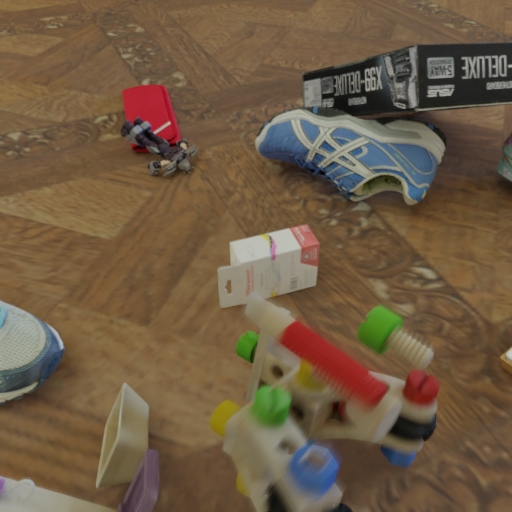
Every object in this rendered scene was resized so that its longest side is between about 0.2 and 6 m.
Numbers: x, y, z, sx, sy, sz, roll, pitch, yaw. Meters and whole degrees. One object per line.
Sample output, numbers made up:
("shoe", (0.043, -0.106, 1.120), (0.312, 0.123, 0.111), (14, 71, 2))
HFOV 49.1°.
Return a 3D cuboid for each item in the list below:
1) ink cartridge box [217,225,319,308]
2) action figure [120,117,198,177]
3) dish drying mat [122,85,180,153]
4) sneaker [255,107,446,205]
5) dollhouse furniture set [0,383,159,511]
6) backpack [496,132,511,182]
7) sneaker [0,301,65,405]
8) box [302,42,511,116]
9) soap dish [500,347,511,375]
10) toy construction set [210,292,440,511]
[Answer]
("ink cartridge box", (0.120, 0.169, 8.554), (1.580, 0.920, 0.533), (-13, 44, -14))
("action figure", (-1.920, -2.174, 11.355), (1.675, 0.581, 1.090), (38, 50, 12))
("dish drying mat", (-2.420, -3.208, 12.772), (1.093, 0.259, 2.847), (-10, 43, -10))
("sneaker", (1.569, -1.828, 10.340), (3.550, 1.344, 1.367), (10, 80, 24))
("dollhouse furniture set", (-2.132, 2.334, 5.902), (1.627, 1.816, 2.292), (22, 9, -15))
("backpack", (5.628, -1.664, 10.050), (2.067, 1.568, 2.477), (-10, 46, -36))
("sneaker", (-4.148, 0.817, 7.320), (3.450, 1.489, 1.339), (15, 53, 19))
("box", (3.196, -3.283, 10.740), (3.271, 1.032, 4.148), (-9, 14, -19))
("soap dish", (3.809, 1.424, 7.600), (0.835, 0.339, 0.657), (-28, 49, -28))
("toy construction set", (0.331, 1.335, 5.566), (2.483, 2.977, 2.288), (-38, 53, -26))
